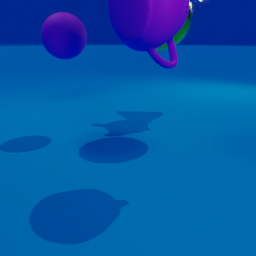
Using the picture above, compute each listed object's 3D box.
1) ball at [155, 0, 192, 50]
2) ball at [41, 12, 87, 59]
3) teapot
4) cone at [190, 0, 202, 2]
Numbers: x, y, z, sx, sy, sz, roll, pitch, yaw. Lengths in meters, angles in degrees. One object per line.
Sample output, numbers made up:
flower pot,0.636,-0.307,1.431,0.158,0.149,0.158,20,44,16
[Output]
ball,0.664,-2.352,5.936,1.365,1.365,1.365,0,18,0
ball,-1.419,-2.036,6.225,0.992,0.992,0.992,0,18,0
teapot,0.316,-1.756,3.864,0.943,1.927,1.198,-19,6,-34
cone,1.446,-4.344,8.625,1.340,1.335,1.335,-8,12,29
